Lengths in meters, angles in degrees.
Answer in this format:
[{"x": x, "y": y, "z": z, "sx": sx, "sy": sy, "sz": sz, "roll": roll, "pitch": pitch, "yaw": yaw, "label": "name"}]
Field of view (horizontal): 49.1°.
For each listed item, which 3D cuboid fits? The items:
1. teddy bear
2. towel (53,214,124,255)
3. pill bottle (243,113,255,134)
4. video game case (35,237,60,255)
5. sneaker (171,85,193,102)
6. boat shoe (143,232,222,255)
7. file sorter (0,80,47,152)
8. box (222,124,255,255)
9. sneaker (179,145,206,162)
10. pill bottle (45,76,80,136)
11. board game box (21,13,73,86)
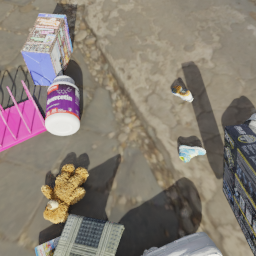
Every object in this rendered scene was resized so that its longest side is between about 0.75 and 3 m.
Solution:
[{"x": -1.781, "y": 1.740, "z": 7.814, "sx": 1.250, "sy": 0.575, "sz": 1.724, "roll": 30, "pitch": 61, "yaw": 20, "label": "teddy bear"}, {"x": -1.000, "y": 2.909, "z": 6.352, "sx": 1.664, "sy": 0.298, "sz": 1.728, "roll": 0, "pitch": 53, "yaw": 30, "label": "towel"}, {"x": 3.865, "y": 0.193, "z": 8.736, "sx": 0.780, "sy": 0.780, "sz": 1.341, "roll": 33, "pitch": 61, "yaw": 20, "label": "pill bottle"}, {"x": -1.315, "y": 3.201, "z": 6.906, "sx": 1.738, "sy": 0.155, "sz": 1.244, "roll": -22, "pitch": 60, "yaw": -7, "label": "video game case"}, {"x": 1.898, "y": -1.174, "z": 9.861, "sx": 0.380, "sy": 0.445, "sz": 1.010, "roll": -44, "pitch": 32, "yaw": 2, "label": "sneaker"}, {"x": 0.764, "y": 3.243, "z": 6.579, "sx": 2.790, "sy": 1.004, "sz": 0.956, "roll": -28, "pitch": 25, "yaw": 2, "label": "boat shoe"}, {"x": -3.881, "y": -0.366, "z": 8.783, "sx": 2.090, "sy": 1.311, "sz": 1.453, "roll": -27, "pitch": 60, "yaw": -17, "label": "file sorter"}, {"x": 2.777, "y": 1.350, "z": 6.306, "sx": 0.630, "sy": 2.069, "sz": 2.567, "roll": -7, "pitch": 23, "yaw": 5, "label": "box"}, {"x": 1.951, "y": 0.848, "z": 8.572, "sx": 0.814, "sy": 0.324, "sz": 0.531, "roll": 5, "pitch": 54, "yaw": 15, "label": "sneaker"}, {"x": -2.130, "y": -0.776, "z": 9.205, "sx": 1.073, "sy": 1.073, "sz": 1.909, "roll": -6, "pitch": 57, "yaw": -4, "label": "pill bottle"}, {"x": -2.860, "y": -2.831, "z": 10.231, "sx": 1.005, "sy": 1.655, "sz": 2.076, "roll": 6, "pitch": 55, "yaw": 4, "label": "board game box"}]
